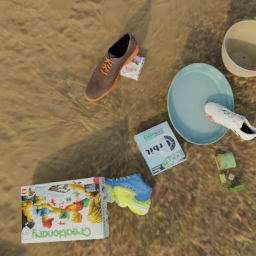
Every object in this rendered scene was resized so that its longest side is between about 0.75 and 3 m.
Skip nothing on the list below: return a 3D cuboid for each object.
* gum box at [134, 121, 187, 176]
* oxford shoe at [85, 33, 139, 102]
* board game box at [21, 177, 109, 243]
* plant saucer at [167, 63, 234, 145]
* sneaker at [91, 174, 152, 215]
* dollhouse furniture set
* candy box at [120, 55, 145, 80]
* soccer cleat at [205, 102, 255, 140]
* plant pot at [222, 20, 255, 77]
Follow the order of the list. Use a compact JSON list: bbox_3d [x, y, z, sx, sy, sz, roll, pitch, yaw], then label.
[{"bbox_3d":[1.072,0.673,9.407,1.232,0.323,1.450,-24,76,-7],"label":"gum box"},{"bbox_3d":[-0.699,-2.148,9.719,0.964,0.983,2.709,35,90,14],"label":"oxford shoe"},{"bbox_3d":[-1.950,2.470,8.425,2.685,0.465,1.695,-10,76,15],"label":"board game box"},{"bbox_3d":[2.389,-0.787,9.319,2.684,0.368,2.684,0,89,-24],"label":"plant saucer"},{"bbox_3d":[-0.194,1.879,8.957,2.113,0.800,1.110,26,58,7],"label":"sneaker"},{"bbox_3d":[3.329,1.394,9.115,0.648,0.501,1.297,-11,75,-3],"label":"dollhouse furniture set"},{"bbox_3d":[0.161,-2.252,10.248,0.683,0.291,0.814,18,75,5],"label":"candy box"},{"bbox_3d":[3.424,-0.276,9.253,1.915,0.816,0.657,36,77,-1],"label":"soccer cleat"},{"bbox_3d":[4.122,-2.564,9.816,1.909,1.282,1.909,0,75,1],"label":"plant pot"}]
